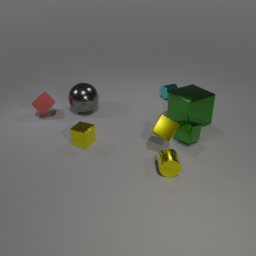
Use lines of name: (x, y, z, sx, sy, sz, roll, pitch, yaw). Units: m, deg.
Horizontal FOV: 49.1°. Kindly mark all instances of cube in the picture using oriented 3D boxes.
cube: (-1.719, 0.249, 10.739, 0.700, 0.700, 0.700, 13, 32, 21)
cube: (1.250, -0.020, 9.833, 0.700, 0.700, 0.700, 30, -2, -5)
cube: (-3.783, -1.129, 12.535, 0.700, 0.700, 0.700, -41, 17, 7)
cube: (2.301, 0.132, 10.740, 0.700, 0.700, 0.700, -9, 23, -44)
cube: (2.658, -0.891, 11.984, 1.400, 1.400, 1.400, -17, 33, -26)

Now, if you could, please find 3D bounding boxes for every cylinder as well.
cylinder: (1.342, 1.135, 9.197, 0.700, 0.700, 0.700, -1, 30, -2)
cylinder: (2.133, -1.893, 14.461, 0.700, 0.700, 0.700, -15, 33, -23)

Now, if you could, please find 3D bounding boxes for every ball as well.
ball: (-2.040, -1.381, 12.879, 1.400, 1.400, 1.400, 0, 30, 0)
